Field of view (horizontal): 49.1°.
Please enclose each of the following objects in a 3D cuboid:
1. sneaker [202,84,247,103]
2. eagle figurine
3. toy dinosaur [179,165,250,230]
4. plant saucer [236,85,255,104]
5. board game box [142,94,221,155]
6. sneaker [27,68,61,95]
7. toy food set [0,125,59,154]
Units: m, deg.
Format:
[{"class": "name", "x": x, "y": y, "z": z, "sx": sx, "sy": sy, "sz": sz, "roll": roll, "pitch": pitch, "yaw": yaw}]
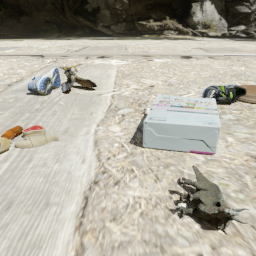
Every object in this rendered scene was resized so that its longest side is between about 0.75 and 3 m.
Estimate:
[{"class": "sneaker", "x": 3.713, "y": -1.337, "z": 10.824, "sx": 1.933, "sy": 0.685, "sz": 0.801, "roll": -12, "pitch": 14, "yaw": -17}, {"class": "eagle figurine", "x": -2.498, "y": -2.268, "z": 13.100, "sx": 1.440, "sy": 1.433, "sz": 1.898, "roll": -38, "pitch": 59, "yaw": 8}, {"class": "toy dinosaur", "x": 1.379, "y": 1.246, "z": 4.954, "sx": 0.846, "sy": 0.637, "sz": 1.655, "roll": 12, "pitch": 16, "yaw": -2}, {"class": "plant saucer", "x": 5.460, "y": -1.453, "z": 11.831, "sx": 2.342, "sy": 0.345, "sz": 2.342, "roll": 1, "pitch": 21, "yaw": 0}, {"class": "board game box", "x": 1.573, "y": -0.222, "z": 8.103, "sx": 1.896, "sy": 0.826, "sz": 2.570, "roll": 6, "pitch": 24, "yaw": 12}, {"class": "sneaker", "x": -3.873, "y": -2.209, "z": 12.958, "sx": 1.050, "sy": 0.950, "sz": 2.466, "roll": -1, "pitch": 21, "yaw": 8}, {"class": "toy food set", "x": -3.203, "y": 0.220, "z": 7.597, "sx": 2.287, "sy": 0.360, "sz": 1.454, "roll": -15, "pitch": 26, "yaw": -33}]
